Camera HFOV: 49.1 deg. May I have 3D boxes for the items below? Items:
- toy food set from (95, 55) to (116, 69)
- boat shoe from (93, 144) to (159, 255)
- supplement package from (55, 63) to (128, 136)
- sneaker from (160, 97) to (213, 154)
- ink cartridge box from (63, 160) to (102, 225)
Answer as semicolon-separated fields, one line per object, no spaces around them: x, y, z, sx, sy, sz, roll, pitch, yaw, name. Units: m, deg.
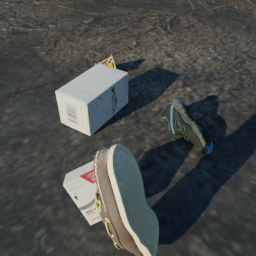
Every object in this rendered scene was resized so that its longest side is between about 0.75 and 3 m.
-0.837;-2.331;10.508;0.776;0.557;0.234;-23;-11;25;toy food set
-0.113;1.330;4.712;0.794;2.668;0.959;-2;43;21;boat shoe
-1.009;-0.930;8.548;1.186;1.182;2.023;23;46;25;supplement package
1.647;0.039;7.881;0.690;0.772;1.884;16;37;-53;sneaker
-0.665;1.292;5.659;0.807;1.099;0.456;-27;19;5;ink cartridge box
